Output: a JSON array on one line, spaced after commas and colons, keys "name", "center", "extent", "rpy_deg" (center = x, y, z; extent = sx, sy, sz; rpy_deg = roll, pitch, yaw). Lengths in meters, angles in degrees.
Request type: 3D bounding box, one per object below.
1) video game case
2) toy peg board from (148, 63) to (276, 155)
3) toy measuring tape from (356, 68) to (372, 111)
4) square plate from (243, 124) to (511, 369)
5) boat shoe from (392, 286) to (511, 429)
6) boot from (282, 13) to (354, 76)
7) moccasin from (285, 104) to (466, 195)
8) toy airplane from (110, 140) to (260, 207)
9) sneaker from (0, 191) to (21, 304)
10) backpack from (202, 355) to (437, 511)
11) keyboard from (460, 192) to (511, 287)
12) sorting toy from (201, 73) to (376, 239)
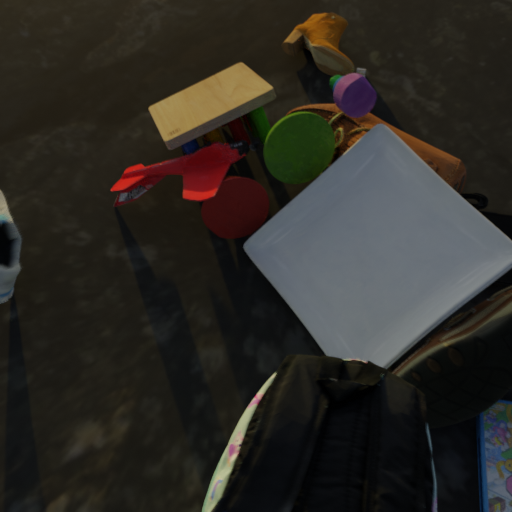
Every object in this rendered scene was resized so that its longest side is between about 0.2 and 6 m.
[{"name": "video game case", "center": [3.232, 2.615, 6.378], "extent": [1.332, 0.166, 1.861], "rpy_deg": [8, 56, 5]}, {"name": "toy peg board", "center": [-0.642, -2.174, 9.111], "extent": [1.789, 0.879, 1.797], "rpy_deg": [-27, 35, -2]}, {"name": "toy measuring tape", "center": [1.859, -3.001, 10.020], "extent": [0.587, 0.587, 1.595], "rpy_deg": [9, 56, 6]}, {"name": "square plate", "center": [1.541, -0.049, 7.515], "extent": [2.654, 0.381, 2.679], "rpy_deg": [-42, 63, 7]}, {"name": "boat shoe", "center": [2.707, 1.183, 6.929], "extent": [2.614, 0.965, 0.989], "rpy_deg": [-29, 98, -1]}, {"name": "boot", "center": [1.449, -4.141, 10.748], "extent": [1.685, 0.593, 1.206], "rpy_deg": [32, 67, 27]}, {"name": "moccasin", "center": [1.564, -1.463, 8.470], "extent": [3.038, 1.111, 1.173], "rpy_deg": [37, 41, 26]}, {"name": "toy airplane", "center": [-1.133, -1.339, 8.510], "extent": [2.510, 0.462, 2.510], "rpy_deg": [-18, 25, 9]}, {"name": "sneaker", "center": [-3.634, -0.439, 7.763], "extent": [0.782, 0.904, 2.086], "rpy_deg": [-5, 65, -47]}, {"name": "backpack", "center": [0.515, 2.515, 5.360], "extent": [2.570, 1.949, 3.080], "rpy_deg": [19, 58, -2]}, {"name": "keyboard", "center": [2.941, -0.333, 8.327], "extent": [2.720, 0.349, 1.633], "rpy_deg": [8, 62, 5]}, {"name": "sorting toy", "center": [0.334, -1.624, 8.370], "extent": [3.087, 1.070, 1.063], "rpy_deg": [-42, 36, 9]}]
